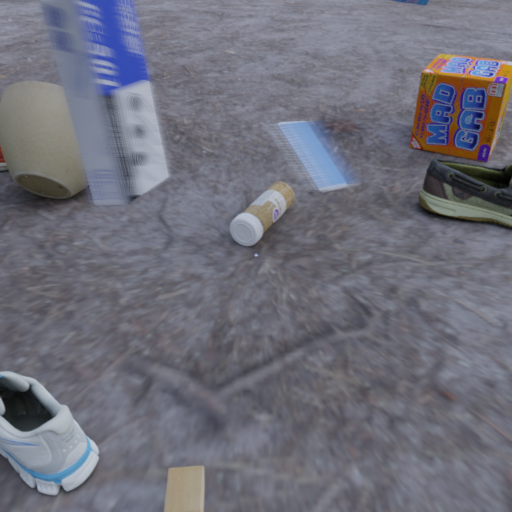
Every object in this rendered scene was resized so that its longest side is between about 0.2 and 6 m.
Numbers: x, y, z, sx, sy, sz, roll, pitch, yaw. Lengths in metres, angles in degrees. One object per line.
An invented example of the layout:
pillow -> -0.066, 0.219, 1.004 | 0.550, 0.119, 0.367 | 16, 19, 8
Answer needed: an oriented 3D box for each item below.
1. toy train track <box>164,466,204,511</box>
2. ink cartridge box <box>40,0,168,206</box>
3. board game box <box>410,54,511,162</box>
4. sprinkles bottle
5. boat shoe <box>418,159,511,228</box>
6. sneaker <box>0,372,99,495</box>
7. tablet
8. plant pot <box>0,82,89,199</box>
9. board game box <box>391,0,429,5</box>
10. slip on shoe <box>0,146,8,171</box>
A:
toy train track -> -1.161, 2.584, 4.503 | 2.761, 0.449, 1.584 | -5, 41, 3
ink cartridge box -> -1.418, -1.533, 5.510 | 0.422, 1.907, 0.896 | 2, 26, 21
board game box -> 4.426, -3.213, 11.988 | 1.655, 1.656, 1.655 | 16, 37, 23
sprinkles bottle -> 0.125, -0.722, 9.301 | 0.510, 0.510, 1.496 | 16, 37, 22
boat shoe -> 4.307, -1.085, 9.425 | 2.959, 0.972, 1.057 | 8, 35, 12
sneaker -> -2.613, 1.463, 5.623 | 2.299, 0.996, 0.862 | 13, 37, 20
tablet -> 0.819, -1.459, 8.148 | 0.773, 0.081, 1.188 | -20, 76, -52
plant pot -> -3.601, -1.855, 9.956 | 2.123, 2.123, 1.425 | 6, 70, 9
board game box -> 1.784, -4.714, 8.590 | 1.936, 0.390, 1.481 | 10, 77, 4
slip on shoe -> -4.432, -2.391, 11.639 | 2.304, 0.705, 0.853 | -22, 38, -32
